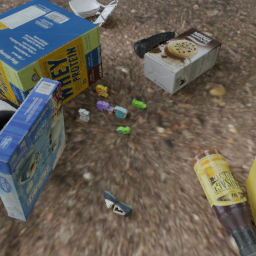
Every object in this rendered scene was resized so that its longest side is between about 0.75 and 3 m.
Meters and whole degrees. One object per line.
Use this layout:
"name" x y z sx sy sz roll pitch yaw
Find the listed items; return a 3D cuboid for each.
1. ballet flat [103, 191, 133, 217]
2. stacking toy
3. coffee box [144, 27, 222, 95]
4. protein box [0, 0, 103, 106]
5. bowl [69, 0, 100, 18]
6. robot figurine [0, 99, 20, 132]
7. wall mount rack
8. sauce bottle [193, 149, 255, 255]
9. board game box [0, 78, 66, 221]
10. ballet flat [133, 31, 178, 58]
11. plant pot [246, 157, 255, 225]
"ballet flat" -0.291 1.729 6.300 0.822 0.300 0.300 29 56 19
"stacking toy" -0.457 -0.561 8.156 1.668 0.392 1.258 20 53 15
"coffee box" 1.796 -2.262 9.230 2.316 0.924 1.309 -35 58 -26
"protein box" -2.745 -2.189 8.523 2.785 1.893 2.806 33 57 25
"bowl" -1.829 -5.097 11.956 1.132 0.423 1.133 -22 52 -17
"robot figurine" -3.626 0.004 6.830 2.817 2.117 1.758 30 88 22
"wall mount rack" -1.231 -4.758 11.335 1.506 0.646 1.733 14 65 43
"sauce bottle" 2.178 1.569 6.115 0.785 0.785 2.379 -12 51 -10
"board game box" -1.147 0.269 3.441 0.276 1.264 1.270 15 47 4
"ballet flat" 1.030 -3.157 10.370 2.019 0.574 0.671 -27 19 -24
"plant pot" 3.617 1.299 5.653 2.083 2.083 1.837 -8 40 -7
